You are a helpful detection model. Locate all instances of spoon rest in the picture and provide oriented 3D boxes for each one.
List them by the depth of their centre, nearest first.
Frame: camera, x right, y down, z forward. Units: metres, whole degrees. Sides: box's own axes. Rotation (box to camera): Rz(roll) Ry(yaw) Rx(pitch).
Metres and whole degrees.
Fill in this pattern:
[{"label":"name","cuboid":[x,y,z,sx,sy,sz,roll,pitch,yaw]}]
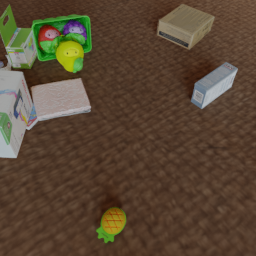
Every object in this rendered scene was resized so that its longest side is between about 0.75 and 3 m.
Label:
[{"label":"spoon rest","cuboid":[-5.415,-2.648,12.425,0.619,0.378,1.246,5,63,6]}]

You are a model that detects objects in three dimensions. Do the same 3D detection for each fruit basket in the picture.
[{"label":"fruit basket","cuboid":[-2.766,-3.760,12.355,2.746,1.981,2.746,1,41,-1]}]

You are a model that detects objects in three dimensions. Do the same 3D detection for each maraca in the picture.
[{"label":"maraca","cuboid":[-0.457,2.677,7.772,0.665,0.519,0.970,30,68,10]}]

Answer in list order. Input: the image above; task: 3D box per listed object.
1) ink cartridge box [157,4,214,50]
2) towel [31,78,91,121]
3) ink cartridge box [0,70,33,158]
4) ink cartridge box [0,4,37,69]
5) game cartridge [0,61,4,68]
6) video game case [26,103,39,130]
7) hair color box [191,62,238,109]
[{"label":"ink cartridge box","cuboid":[2.891,-5.122,14.034,1.940,0.884,2.354,32,55,21]},{"label":"towel","cuboid":[-2.665,-1.177,11.081,2.079,0.335,1.985,-12,49,-15]},{"label":"ink cartridge box","cuboid":[-4.128,-0.484,9.389,1.067,1.771,2.438,2,52,-3]},{"label":"ink cartridge box","cuboid":[-4.726,-3.956,12.254,0.832,2.198,1.624,3,50,2]},{"label":"game cartridge","cuboid":[-6.552,-2.535,12.309,1.184,0.351,1.827,23,53,23]},{"label":"video game case","cuboid":[-4.065,-0.619,10.751,1.564,0.136,1.118,22,52,15]},{"label":"hair color box","cuboid":[3.432,-1.708,11.149,1.982,0.981,0.601,-34,57,-25]}]
